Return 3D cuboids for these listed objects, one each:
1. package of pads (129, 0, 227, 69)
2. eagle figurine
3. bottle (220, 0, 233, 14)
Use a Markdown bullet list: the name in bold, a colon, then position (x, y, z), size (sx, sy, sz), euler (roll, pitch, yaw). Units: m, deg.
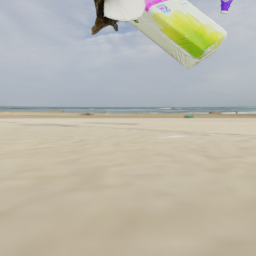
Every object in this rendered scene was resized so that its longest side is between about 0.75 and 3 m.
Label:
- **package of pads**: position (1.280, -2.620, 7.186), size (1.734, 2.245, 0.766), euler (-36, -15, -43)
- **eagle figurine**: position (-0.575, -2.582, 4.478), size (1.507, 1.997, 1.515), euler (-6, 42, 19)
- **bottle**: position (2.962, -3.896, 8.371), size (0.373, 0.893, 0.292), euler (17, 18, 25)
